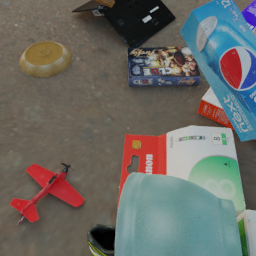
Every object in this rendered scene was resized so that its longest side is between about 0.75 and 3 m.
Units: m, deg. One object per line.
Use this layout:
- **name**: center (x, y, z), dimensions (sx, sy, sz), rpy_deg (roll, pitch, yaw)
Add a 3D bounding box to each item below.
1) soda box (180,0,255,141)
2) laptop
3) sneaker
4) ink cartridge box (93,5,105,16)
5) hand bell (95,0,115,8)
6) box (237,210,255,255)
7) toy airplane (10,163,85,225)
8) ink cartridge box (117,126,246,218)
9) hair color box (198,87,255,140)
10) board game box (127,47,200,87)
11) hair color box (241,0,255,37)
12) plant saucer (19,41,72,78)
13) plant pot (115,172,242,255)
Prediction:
- **soda box**: center (2.242, -1.199, 5.835), dimensions (0.914, 0.966, 2.847), rpy_deg (-28, 86, -8)
- **laptop**: center (-0.177, -4.333, 10.713), dimensions (2.903, 1.499, 2.573), rpy_deg (48, 64, -2)
- **sneaker**: center (0.098, 2.315, 5.255), dimensions (2.023, 0.856, 0.753), rpy_deg (4, 56, 17)
- **ink cartridge box**: center (-0.547, -4.775, 10.663), dimensions (1.265, 0.257, 1.267), rpy_deg (14, 59, 39)
- **hand bell**: center (-1.182, -3.450, 6.451), dimensions (2.027, 1.056, 1.056), rpy_deg (35, 57, -9)
- **box**: center (2.657, 2.503, 4.884), dimensions (1.626, 1.393, 1.618), rpy_deg (7, 54, 3)
- **toy airplane**: center (-1.917, 1.437, 6.386), dimensions (1.727, 0.318, 1.727), rpy_deg (-1, 52, 1)
- **ink cartridge box**: center (1.183, 0.916, 6.596), dimensions (2.685, 0.673, 2.161), rpy_deg (5, 53, 2)
- **hair color box**: center (3.072, -0.501, 7.640), dimensions (1.974, 0.631, 1.095), rpy_deg (29, 58, 22)
- **board game box**: center (1.073, -1.965, 8.877), dimensions (2.163, 0.374, 1.465), rpy_deg (-2, 54, -1)
- **hair color box**: center (3.738, -3.112, 9.134), dimensions (0.760, 1.282, 2.346), rpy_deg (36, 60, 15)
- **plant saucer**: center (-2.736, -2.366, 9.226), dimensions (1.725, 0.305, 1.725), rpy_deg (0, 53, 0)
- **plant pot**: center (0.930, 1.911, 4.496), dimensions (1.632, 2.436, 2.436), rpy_deg (-5, 52, 15)
